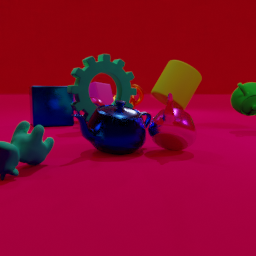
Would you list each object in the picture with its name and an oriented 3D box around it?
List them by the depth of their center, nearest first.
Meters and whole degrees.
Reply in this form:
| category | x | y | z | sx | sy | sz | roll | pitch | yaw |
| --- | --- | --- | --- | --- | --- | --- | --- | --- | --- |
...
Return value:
| category | x | y | z | sx | sy | sz | roll | pitch | yaw |
| --- | --- | --- | --- | --- | --- | --- | --- | --- | --- |
| cow figurine | -1.475 | 0.359 | 3.893 | 0.501 | 0.898 | 0.913 | 14 | -25 | 17 |
| teapot | 0.809 | -0.049 | 5.056 | 0.868 | 0.684 | 1.396 | 6 | -30 | 20 |
| teapot | -0.241 | -0.059 | 5.059 | 1.809 | 0.886 | 1.125 | -8 | 25 | -40 |
| teapot | 3.373 | -0.700 | 7.673 | 0.945 | 1.520 | 0.744 | -33 | 32 | 22 |
| gear | -0.693 | -1.050 | 7.900 | 1.956 | 1.956 | 0.362 | -4 | 9 | -29 |
| cylinder | 1.483 | -1.288 | 8.597 | 1.149 | 1.149 | 1.149 | 31 | -4 | 2 |
| ball | -1.139 | -0.512 | 8.749 | 0.915 | 0.915 | 0.915 | 0 | 8 | 0 |
| cube | -2.507 | -0.730 | 9.131 | 1.250 | 1.250 | 1.250 | -3 | 8 | -22 |
| cube | -1.262 | -0.982 | 10.368 | 1.102 | 1.102 | 1.102 | -14 | -3 | 26 |
| knot shape | 0.002 | -1.014 | 11.296 | 1.368 | 1.281 | 0.632 | -17 | -21 | 22 |
